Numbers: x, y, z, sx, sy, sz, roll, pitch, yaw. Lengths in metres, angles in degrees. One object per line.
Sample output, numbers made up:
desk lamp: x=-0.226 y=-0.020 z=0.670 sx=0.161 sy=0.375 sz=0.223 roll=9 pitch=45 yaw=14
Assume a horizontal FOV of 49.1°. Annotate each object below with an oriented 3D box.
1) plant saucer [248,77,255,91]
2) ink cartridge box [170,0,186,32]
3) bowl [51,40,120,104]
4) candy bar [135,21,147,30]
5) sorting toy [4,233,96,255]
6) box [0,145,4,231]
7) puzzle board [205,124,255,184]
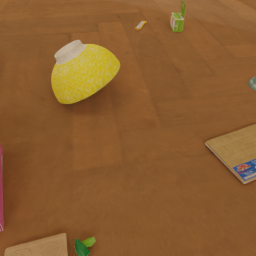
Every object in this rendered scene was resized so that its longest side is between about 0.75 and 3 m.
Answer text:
plant saucer: x=4.870 y=-1.567 z=9.964 sx=1.110 sy=0.152 sz=1.110 roll=0 pitch=40 yaw=0
ink cartridge box: x=2.426 y=-5.475 z=13.664 sx=0.481 sy=1.271 sz=0.939 roll=-2 pitch=41 yaw=-3
bowl: x=-1.569 y=-1.989 z=8.879 sx=2.362 sy=1.271 sz=2.362 roll=-23 pitch=32 yaw=15
candy bar: x=0.648 y=-5.226 z=14.261 sx=0.289 sy=0.129 sz=1.161 roll=14 pitch=42 yaw=16
sorting toy: x=-1.380 y=2.533 z=5.084 sx=1.701 sy=0.250 sz=1.258 roll=-12 pitch=37 yaw=-9
box: x=-4.274 y=1.136 z=5.840 sx=2.859 sy=1.382 sz=2.514 roll=-13 pitch=42 yaw=-14
puzzle board: x=3.325 y=0.601 z=7.419 sx=2.036 sy=0.177 sz=1.534 roll=-17 pitch=44 yaw=-18
